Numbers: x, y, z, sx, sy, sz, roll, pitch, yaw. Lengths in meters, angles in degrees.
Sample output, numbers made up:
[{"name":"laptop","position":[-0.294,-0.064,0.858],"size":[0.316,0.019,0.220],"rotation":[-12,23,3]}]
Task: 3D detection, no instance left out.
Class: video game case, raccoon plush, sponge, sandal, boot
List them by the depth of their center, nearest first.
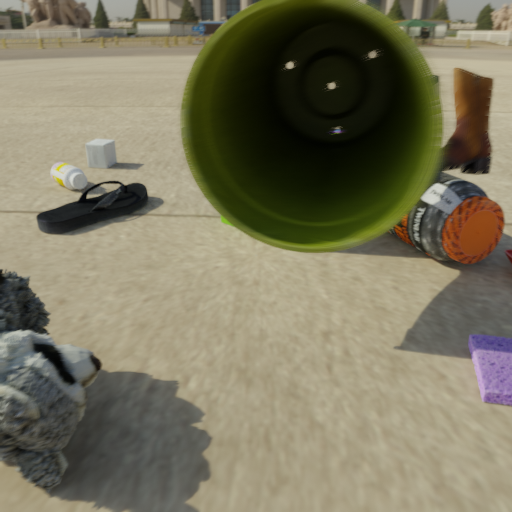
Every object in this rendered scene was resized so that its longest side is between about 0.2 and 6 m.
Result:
[{"name":"raccoon plush","position":[-3.217,1.596,5.535],"size":[3.409,1.649,2.284],"rotation":[-31,44,-2]},{"name":"sponge","position":[3.003,1.369,6.743],"size":[0.695,0.186,1.245],"rotation":[6,25,11]},{"name":"video game case","position":[2.414,-1.725,8.403],"size":[0.149,1.574,1.125],"rotation":[4,-10,-13]},{"name":"boot","position":[3.274,-2.194,8.977],"size":[1.553,1.650,0.565],"rotation":[0,3,-25]},{"name":"sandal","position":[-3.293,-1.139,11.743],"size":[1.032,0.581,2.714],"rotation":[15,29,30]}]

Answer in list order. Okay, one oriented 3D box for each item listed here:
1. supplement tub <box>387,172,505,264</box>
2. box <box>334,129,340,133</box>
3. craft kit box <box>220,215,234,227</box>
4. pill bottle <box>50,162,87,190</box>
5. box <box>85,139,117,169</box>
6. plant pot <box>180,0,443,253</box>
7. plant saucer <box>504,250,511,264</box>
[{"name":"supplement tub","position":[3.129,-0.806,9.996],"size":[1.426,1.426,2.328],"rotation":[-10,25,-21]},{"name":"box","position":[1.916,-3.682,17.581],"size":[1.495,0.377,2.091],"rotation":[16,31,30]},{"name":"craft kit box","position":[0.144,-1.398,10.455],"size":[0.517,2.129,2.103],"rotation":[-25,34,-38]},{"name":"pill bottle","position":[-4.470,-1.894,13.445],"size":[0.544,0.544,1.044],"rotation":[-21,32,-38]},{"name":"box","position":[-4.210,-2.785,15.247],"size":[0.573,0.666,0.669],"rotation":[6,25,12]},{"name":"plant pot","position":[0.862,-1.944,7.301],"size":[2.885,2.885,2.778],"rotation":[6,29,13]},{"name":"plant saucer","position":[5.137,0.384,8.719],"size":[1.843,0.339,1.846],"rotation":[-2,24,-4]}]
